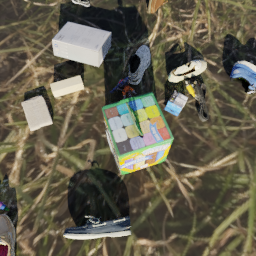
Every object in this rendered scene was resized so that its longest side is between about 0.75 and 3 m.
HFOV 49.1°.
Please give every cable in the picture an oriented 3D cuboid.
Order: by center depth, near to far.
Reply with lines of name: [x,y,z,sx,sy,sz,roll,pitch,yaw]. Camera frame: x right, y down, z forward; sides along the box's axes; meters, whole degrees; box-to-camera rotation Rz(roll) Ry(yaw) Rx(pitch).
cable: [2.913,-1.130,11.340,0.883,0.457,1.818,-7,78,-34]

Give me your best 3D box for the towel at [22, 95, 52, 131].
towel: [-3.608,-0.599,11.092,0.916,0.238,1.382,-21,68,-7]

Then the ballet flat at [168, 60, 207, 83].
ballet flat: [2.562,-2.448,11.697,1.918,0.598,0.647,-29,69,-12]

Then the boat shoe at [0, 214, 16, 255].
boat shoe: [-4.026,3.697,8.958,0.710,0.666,1.926,-17,67,-7]

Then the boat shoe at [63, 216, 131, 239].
boat shoe: [-0.979,3.213,9.096,2.173,0.813,0.672,-3,68,-3]

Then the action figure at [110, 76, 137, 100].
action figure: [-0.195,-1.564,11.477,1.012,0.529,0.979,-32,60,16]

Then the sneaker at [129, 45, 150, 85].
sneaker: [0.515,-2.850,11.580,0.740,1.128,1.961,15,67,7]

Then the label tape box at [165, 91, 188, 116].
label tape box: [1.919,-0.978,11.123,0.608,0.267,0.843,29,70,10]

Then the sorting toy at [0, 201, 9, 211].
sorting toy: [-4.505,3.245,9.348,0.529,0.533,1.536,33,71,-11]

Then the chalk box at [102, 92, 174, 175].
chalk box: [0.275,0.133,9.272,1.820,2.936,1.833,-17,68,-8]

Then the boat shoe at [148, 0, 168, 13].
boat shoe: [1.565,-6.254,13.271,0.732,0.774,2.153,18,68,9]

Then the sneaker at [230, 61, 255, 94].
sneaker: [5.285,-1.720,11.287,2.492,0.979,1.111,27,76,20]

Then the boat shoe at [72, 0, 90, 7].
boat shoe: [-2.287,-6.136,13.463,0.957,0.327,0.353,29,69,12]

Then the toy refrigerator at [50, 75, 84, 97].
toy refrigerator: [-2.479,-1.712,11.442,1.254,0.476,0.439,-19,68,-7]

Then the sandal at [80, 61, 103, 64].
sandal: [-1.631,-3.023,12.133,1.084,0.259,0.407,0,66,0]

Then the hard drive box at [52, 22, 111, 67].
hard drive box: [-1.912,-3.583,11.878,2.035,0.782,1.586,16,51,8]
